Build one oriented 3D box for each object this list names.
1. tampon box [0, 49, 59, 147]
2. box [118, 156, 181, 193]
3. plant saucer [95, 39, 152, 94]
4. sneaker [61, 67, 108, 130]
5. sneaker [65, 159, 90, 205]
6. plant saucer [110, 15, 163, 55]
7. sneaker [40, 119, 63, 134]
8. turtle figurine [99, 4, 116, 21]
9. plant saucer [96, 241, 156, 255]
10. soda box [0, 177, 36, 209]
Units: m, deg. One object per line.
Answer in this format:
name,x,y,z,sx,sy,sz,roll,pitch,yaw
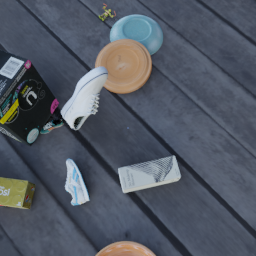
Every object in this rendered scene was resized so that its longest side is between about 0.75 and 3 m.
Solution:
tampon box,-4.294,-1.064,10.299,1.859,2.945,2.207,22,71,18
box,0.788,1.745,10.517,2.193,0.750,0.901,-13,70,-5
plant saucer,-0.218,-2.741,12.166,2.498,0.403,2.498,-2,77,7
sneaker,-1.408,-0.983,10.061,1.030,2.821,0.999,-22,71,-47
sneaker,-2.038,1.987,10.471,0.717,0.679,1.774,-21,69,-10
plant saucer,0.409,-4.425,13.020,2.527,0.486,2.527,0,69,-1
sneaker,-3.154,-0.117,11.407,1.029,0.411,0.367,-27,71,-10
turtle figurine,-1.070,-5.544,13.545,0.705,0.282,0.874,-42,84,-6
plant saucer,-0.076,5.246,9.316,2.759,0.516,2.759,0,68,0
soda box,-4.959,2.284,10.225,2.837,0.908,0.961,6,70,2
